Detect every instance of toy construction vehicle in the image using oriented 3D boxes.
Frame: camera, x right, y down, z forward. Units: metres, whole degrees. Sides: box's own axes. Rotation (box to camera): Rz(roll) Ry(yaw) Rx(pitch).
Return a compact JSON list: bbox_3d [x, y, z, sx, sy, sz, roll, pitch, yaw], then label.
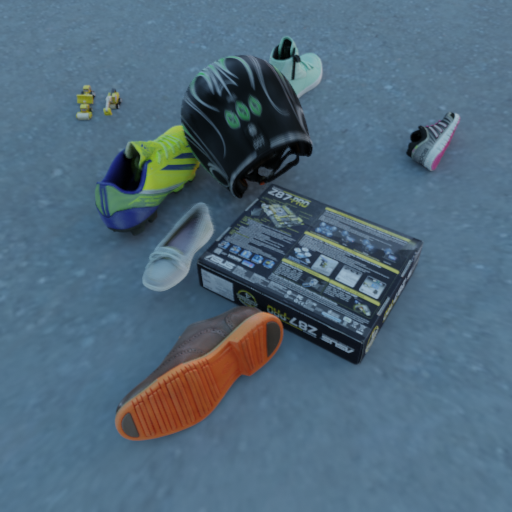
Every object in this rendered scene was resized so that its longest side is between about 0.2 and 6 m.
[{"bbox_3d":[-3.760,-3.666,13.193,1.015,0.410,1.165,2,46,2],"label":"toy construction vehicle"}]

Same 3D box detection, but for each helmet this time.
[{"bbox_3d":[-0.273,-2.563,10.578,2.472,2.472,2.357,-25,75,-22],"label":"helmet"}]

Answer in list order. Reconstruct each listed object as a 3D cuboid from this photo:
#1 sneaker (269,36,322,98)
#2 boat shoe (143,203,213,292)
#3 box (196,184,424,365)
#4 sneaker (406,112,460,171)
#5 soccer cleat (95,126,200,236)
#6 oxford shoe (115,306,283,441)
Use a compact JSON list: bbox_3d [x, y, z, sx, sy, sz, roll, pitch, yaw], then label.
[{"bbox_3d":[1.027,-4.704,13.505,0.869,1.392,2.360,18,48,18],"label":"sneaker"},{"bbox_3d":[-1.235,-0.150,8.836,0.628,0.547,1.705,21,51,20],"label":"boat shoe"},{"bbox_3d":[0.904,0.130,9.360,3.011,0.739,2.427,24,53,21],"label":"box"},{"bbox_3d":[3.748,-2.573,11.970,0.794,0.670,1.816,27,56,15],"label":"sneaker"},{"bbox_3d":[-1.941,-1.762,10.660,1.051,1.359,3.250,9,44,20],"label":"soccer cleat"},{"bbox_3d":[-0.892,1.595,7.993,2.727,0.972,0.994,-29,34,-32],"label":"oxford shoe"}]
